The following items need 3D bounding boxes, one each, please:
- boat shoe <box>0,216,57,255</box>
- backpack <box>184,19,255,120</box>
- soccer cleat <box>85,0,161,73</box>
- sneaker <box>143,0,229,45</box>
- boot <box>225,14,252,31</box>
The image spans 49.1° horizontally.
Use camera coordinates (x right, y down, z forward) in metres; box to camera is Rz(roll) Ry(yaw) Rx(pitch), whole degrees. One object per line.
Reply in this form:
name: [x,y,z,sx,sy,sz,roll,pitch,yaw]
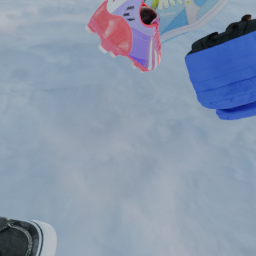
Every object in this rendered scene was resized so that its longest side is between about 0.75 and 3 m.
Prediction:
boat shoe: [-1.233,1.112,2.684,1.390,0.493,0.501,-15,56,40]
backpack: [1.919,-0.966,4.749,1.555,1.605,1.913,-20,5,27]
soccer cleat: [0.287,-1.827,5.566,0.980,1.123,2.937,58,21,10]
sneaker: [0.863,-2.910,6.299,2.646,1.728,1.053,-21,56,42]
boot: [2.878,-2.282,7.259,0.930,0.998,0.321,-34,46,-16]
